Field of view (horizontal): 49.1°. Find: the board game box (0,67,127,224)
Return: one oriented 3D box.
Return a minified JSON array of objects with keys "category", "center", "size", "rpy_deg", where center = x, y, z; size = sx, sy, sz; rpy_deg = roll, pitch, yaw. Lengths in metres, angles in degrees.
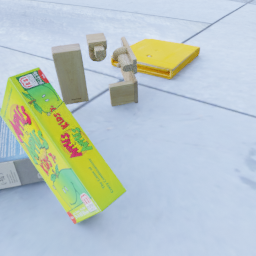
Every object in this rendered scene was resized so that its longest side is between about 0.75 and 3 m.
[{"category":"board game box","center":[-1.183,0.356,4.710],"size":[0.578,1.234,2.429],"rpy_deg":[-33,84,-38]}]

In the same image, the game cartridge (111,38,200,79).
[{"category":"game cartridge","center":[1.181,-2.901,11.259],"size":[2.615,0.481,2.966],"rpy_deg":[19,37,25]}]

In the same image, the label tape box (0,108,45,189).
[{"category":"label tape box","center":[-2.921,0.405,5.861],"size":[2.478,0.784,1.787],"rpy_deg":[-9,41,-12]}]

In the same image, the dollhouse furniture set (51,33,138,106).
[{"category":"dollhouse furniture set","center":[-0.976,-1.865,8.185],"size":[2.156,2.051,1.757],"rpy_deg":[-11,45,-9]}]
